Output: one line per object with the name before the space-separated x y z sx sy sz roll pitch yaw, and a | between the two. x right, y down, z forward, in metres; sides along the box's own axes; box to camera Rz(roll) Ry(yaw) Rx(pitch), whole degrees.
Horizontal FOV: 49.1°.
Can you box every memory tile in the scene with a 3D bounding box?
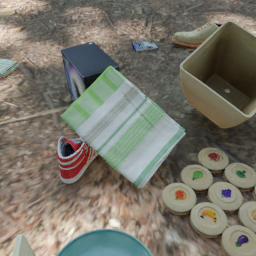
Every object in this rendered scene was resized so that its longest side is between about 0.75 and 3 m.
memory tile | 2.364 1.633 5.856 2.923 0.245 2.240 32 52 30

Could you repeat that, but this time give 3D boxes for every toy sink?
toy sink | -2.023 2.595 4.221 0.886 1.031 1.581 -4 43 -4

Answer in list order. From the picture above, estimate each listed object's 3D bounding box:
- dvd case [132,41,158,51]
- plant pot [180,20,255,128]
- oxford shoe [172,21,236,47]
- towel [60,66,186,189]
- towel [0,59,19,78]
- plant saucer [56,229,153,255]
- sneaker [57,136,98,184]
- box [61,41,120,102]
dvd case | 0.685 -3.359 11.448 0.964 0.085 0.688 -9 42 -9
plant pot | 2.591 -1.149 7.336 1.995 1.766 1.993 42 74 16
oxford shoe | 3.090 -3.903 11.384 2.612 0.964 0.925 -6 43 -6
towel | -0.048 -0.065 6.353 2.419 0.371 1.805 42 72 -3
towel | -4.642 -2.140 9.987 1.136 0.274 0.972 12 41 13
plant saucer | -0.411 2.658 4.656 1.938 0.348 1.938 0 43 0
sneaker | -1.095 0.369 6.668 0.630 0.994 1.768 13 45 15
box | -1.014 -1.223 7.847 1.070 1.722 1.736 -21 44 -20
